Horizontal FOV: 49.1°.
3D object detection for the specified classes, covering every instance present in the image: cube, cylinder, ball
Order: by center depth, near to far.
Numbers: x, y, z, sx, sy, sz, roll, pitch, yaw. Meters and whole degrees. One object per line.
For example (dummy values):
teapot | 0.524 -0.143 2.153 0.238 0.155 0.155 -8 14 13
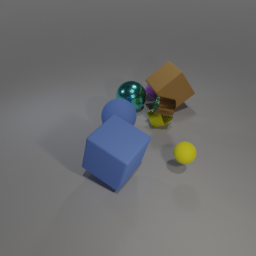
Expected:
cube | -0.372 0.732 8.510 1.400 1.400 1.400 32 46 14
ball | 1.779 0.777 8.764 0.700 0.700 0.700 0 32 0
cylinder | 1.421 -0.848 10.906 0.700 0.700 0.700 11 30 -12
ball | -0.361 -0.470 11.110 1.400 1.400 1.400 0 32 0
cube | 1.354 -0.517 11.745 0.700 0.700 0.700 -9 17 47
cube | 1.894 -1.887 12.709 1.400 1.400 1.400 -38 37 7
ball | 0.143 -1.463 12.844 1.400 1.400 1.400 0 32 0
cylinder | 1.272 -1.972 14.011 0.700 0.700 0.700 32 6 -4
